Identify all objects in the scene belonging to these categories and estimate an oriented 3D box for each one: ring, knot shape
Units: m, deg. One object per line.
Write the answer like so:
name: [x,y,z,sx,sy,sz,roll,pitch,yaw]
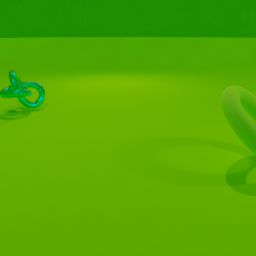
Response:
ring: [2.469,-0.110,5.454,1.728,0.346,1.728,26,41,-26]
knot shape: [-3.406,-1.204,9.248,1.356,0.670,1.449,26,29,-26]
